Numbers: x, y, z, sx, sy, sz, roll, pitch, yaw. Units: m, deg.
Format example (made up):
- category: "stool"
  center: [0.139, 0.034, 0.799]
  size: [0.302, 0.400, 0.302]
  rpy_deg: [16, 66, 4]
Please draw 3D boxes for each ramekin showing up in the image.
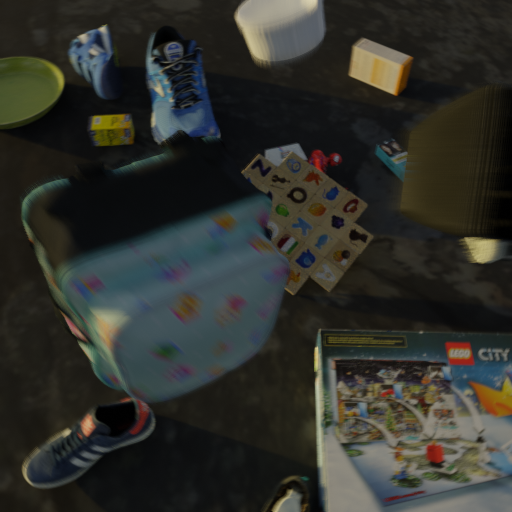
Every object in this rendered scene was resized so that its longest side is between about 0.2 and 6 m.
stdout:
- category: "ramekin"
  center: [0.338, -2.881, 6.944]
  size: [1.066, 0.520, 1.066]
  rpy_deg: [-12, 43, 11]

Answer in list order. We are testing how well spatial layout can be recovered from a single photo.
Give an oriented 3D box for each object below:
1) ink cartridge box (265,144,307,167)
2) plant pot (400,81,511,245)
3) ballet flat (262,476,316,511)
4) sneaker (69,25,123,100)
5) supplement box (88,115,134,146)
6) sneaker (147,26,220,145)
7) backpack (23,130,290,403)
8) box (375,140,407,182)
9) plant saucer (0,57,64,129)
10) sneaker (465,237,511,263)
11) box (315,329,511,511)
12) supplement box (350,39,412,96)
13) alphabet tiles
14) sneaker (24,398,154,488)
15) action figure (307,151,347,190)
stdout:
- category: "ink cartridge box"
  center: [0.580, -1.831, 11.187]
  size: [0.718, 0.521, 0.519]
  rpy_deg: [-14, 54, -10]
- category: "plant pot"
  center: [2.483, -0.904, 6.224]
  size: [1.518, 1.522, 1.350]
  rpy_deg: [6, 3, -30]
- category: "ballet flat"
  center: [0.056, 3.698, 6.773]
  size: [0.793, 0.798, 2.334]
  rpy_deg: [21, 56, 14]
- category: "sneaker"
  center: [-3.711, -4.364, 12.939]
  size: [1.033, 0.928, 2.511]
  rpy_deg: [-14, 48, -5]
- category: "supplement box"
  center: [-3.060, -2.656, 11.861]
  size: [0.844, 0.459, 0.462]
  rpy_deg: [-4, 53, -3]
- category: "sneaker"
  center: [-1.723, -3.619, 11.894]
  size: [1.402, 1.591, 3.569]
  rpy_deg: [-15, 55, -11]
- category: "backpack"
  center: [-0.822, 0.300, 5.330]
  size: [2.048, 2.329, 1.786]
  rpy_deg: [-25, 65, -21]
- category: "box"
  center: [2.922, -1.927, 11.432]
  size: [0.425, 0.254, 1.032]
  rpy_deg: [-23, 56, -17]
- category: "plant saucer"
  center: [-5.567, -3.624, 12.657]
  size: [2.482, 0.386, 2.482]
  rpy_deg: [0, 53, 0]
- category: "sneaker"
  center: [3.589, -0.717, 8.001]
  size: [1.258, 0.879, 2.529]
  rpy_deg: [-4, 34, 9]
- category: "box"
  center: [2.889, 2.437, 7.752]
  size: [4.039, 0.761, 2.758]
  rpy_deg: [2, 53, 1]
- category: "supplement box"
  center: [2.867, -4.373, 12.958]
  size: [1.281, 0.807, 0.471]
  rpy_deg: [32, 60, 21]
- category: "alphabet tiles"
  center: [0.659, -0.635, 9.998]
  size: [2.615, 0.083, 2.176]
  rpy_deg: [37, 74, 11]
- category: "sneaker"
  center: [-2.343, 2.481, 7.717]
  size: [1.855, 0.784, 0.695]
  rpy_deg: [-27, 57, -19]
- category: "action figure"
  center: [0.936, -1.310, 10.677]
  size: [2.212, 0.722, 1.095]
  rpy_deg: [-33, 51, -21]
